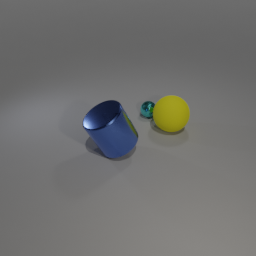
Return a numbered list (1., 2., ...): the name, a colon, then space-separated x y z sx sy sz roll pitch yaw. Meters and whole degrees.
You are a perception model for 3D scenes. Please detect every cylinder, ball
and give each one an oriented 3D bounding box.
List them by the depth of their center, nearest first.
1. cylinder: -0.555 0.040 9.261 1.400 1.400 1.400 -19 38 16
2. ball: 1.654 -0.546 10.730 1.400 1.400 1.400 0 31 0
3. ball: 0.870 -0.794 11.822 0.700 0.700 0.700 0 31 0
